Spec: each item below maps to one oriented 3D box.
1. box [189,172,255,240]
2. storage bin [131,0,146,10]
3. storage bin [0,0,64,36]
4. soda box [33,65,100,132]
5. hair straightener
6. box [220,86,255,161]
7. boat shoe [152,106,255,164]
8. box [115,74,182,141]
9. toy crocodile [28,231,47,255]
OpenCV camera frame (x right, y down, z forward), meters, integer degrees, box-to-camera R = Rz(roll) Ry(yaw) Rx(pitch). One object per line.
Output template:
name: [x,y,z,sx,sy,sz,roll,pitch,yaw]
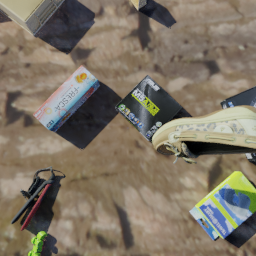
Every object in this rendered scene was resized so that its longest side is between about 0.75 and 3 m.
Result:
box: [2.979,2.355,8.431,1.932,0.460,1.178,-39,83,-6]
storage bin: [0.278,-4.462,9.185,0.368,0.786,0.780,-34,84,-6]
storage bin: [-3.331,-4.385,9.149,1.823,0.854,1.810,37,83,5]
soda box: [-1.872,-0.894,8.749,0.737,0.685,2.155,43,85,5]
hair straightener: [-2.933,2.013,8.489,0.785,0.417,2.040,29,83,4]
box: [4.135,-0.232,8.776,1.677,0.456,2.094,-23,83,-3]
boat shoe: [1.528,0.278,5.980,0.979,2.671,0.837,26,60,-32]
box: [0.649,-0.631,8.876,1.502,0.370,1.556,-45,85,-3]
toy crocodile: [-2.697,3.618,8.341,0.358,0.328,1.062,7,81,42]
